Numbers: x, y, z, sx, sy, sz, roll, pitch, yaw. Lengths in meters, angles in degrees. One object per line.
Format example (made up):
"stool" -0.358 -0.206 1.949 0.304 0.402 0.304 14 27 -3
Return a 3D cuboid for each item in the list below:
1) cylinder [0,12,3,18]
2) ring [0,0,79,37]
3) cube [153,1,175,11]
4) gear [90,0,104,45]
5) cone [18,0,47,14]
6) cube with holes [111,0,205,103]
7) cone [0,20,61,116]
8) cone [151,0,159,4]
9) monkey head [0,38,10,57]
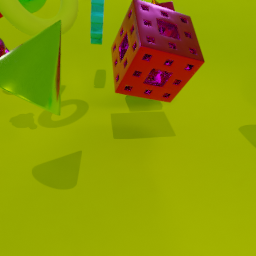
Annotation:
"cylinder" -3.883 -3.657 7.520 1.085 1.085 1.085 -4 68 10
"ring" -1.788 -2.730 5.511 0.384 1.919 1.919 -3 21 43
"cube" 0.687 -2.429 7.253 1.053 1.053 1.053 -9 72 -1
"gear" -0.984 -3.802 9.133 0.380 2.053 2.053 3 29 -6
"cone" -2.513 -3.303 6.894 1.331 1.331 1.336 -12 40 -20
"cube with holes" 0.536 -1.577 5.982 1.362 1.362 1.362 7 56 -21
"cone" -1.205 -0.967 3.861 1.193 1.197 1.193 27 -2 1
"cone" 0.995 -3.468 8.796 1.378 1.383 1.378 -15 50 18
"monkey head" -2.931 -1.753 6.189 0.758 1.257 0.904 -31 5 42
